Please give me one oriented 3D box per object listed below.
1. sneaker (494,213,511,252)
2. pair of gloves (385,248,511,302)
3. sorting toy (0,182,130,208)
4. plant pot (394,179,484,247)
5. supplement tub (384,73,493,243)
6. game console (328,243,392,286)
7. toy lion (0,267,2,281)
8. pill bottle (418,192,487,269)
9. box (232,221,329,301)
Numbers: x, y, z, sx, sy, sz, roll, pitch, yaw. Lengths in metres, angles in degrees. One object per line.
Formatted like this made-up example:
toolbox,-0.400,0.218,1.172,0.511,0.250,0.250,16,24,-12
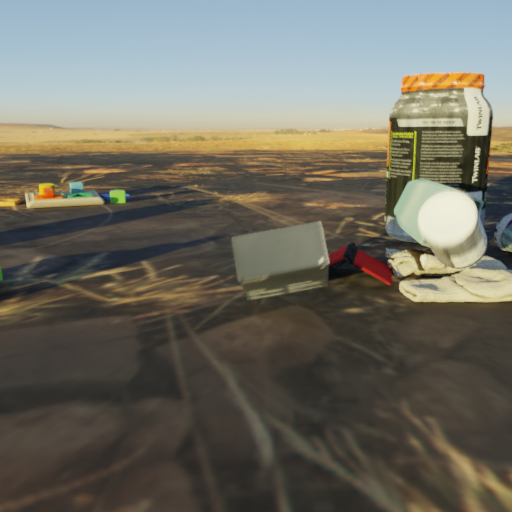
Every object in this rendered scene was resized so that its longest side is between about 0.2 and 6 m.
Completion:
sneaker,5.009,-0.275,8.612,2.358,0.877,1.032,-10,23,6
pair of gloves,2.604,0.203,7.255,1.644,0.339,1.933,1,14,2
sorting toy,-5.131,-1.644,14.848,3.578,0.487,2.015,-6,14,-23
plant pot,2.416,-0.620,7.756,0.824,0.826,0.841,12,19,-37
supplement tub,3.216,-1.721,9.960,1.746,2.851,1.746,0,14,0
game console,1.276,0.229,7.568,0.919,0.633,1.066,-29,2,16
toy lion,-3.768,0.323,6.651,1.439,0.494,1.379,-10,9,-36
pill bottle,2.264,-0.226,6.359,0.620,0.620,1.168,8,-15,31
box,0.285,0.076,6.110,0.958,0.499,0.872,-10,-18,2
